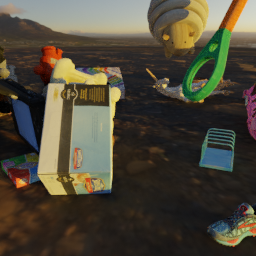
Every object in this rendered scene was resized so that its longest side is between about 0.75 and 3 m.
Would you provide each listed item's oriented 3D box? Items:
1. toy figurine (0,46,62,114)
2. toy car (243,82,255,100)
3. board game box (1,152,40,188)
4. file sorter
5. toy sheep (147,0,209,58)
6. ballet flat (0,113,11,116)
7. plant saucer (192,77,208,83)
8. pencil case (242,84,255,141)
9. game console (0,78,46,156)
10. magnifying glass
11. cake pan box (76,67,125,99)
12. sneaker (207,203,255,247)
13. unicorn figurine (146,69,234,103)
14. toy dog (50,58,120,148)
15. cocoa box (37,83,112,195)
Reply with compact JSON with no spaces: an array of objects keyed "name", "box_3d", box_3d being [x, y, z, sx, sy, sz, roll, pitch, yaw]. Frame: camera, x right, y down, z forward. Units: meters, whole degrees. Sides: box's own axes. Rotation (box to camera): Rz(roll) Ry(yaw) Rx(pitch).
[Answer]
[{"name":"toy figurine","box_3d":[-2.778,-1.153,7.712,2.252,1.591,2.287,-2,-6,-15]},{"name":"toy car","box_3d":[5.159,-1.324,10.126,1.928,1.521,1.584,-22,2,17]},{"name":"board game box","box_3d":[-1.914,0.763,5.296,0.682,0.180,0.892,-15,24,-37]},{"name":"file sorter","box_3d":[1.862,0.411,5.749,0.620,0.548,0.893,8,20,20]},{"name":"toy sheep","box_3d":[1.345,-3.085,7.627,1.803,2.616,1.803,-1,-25,-1]},{"name":"ballet flat","box_3d":[-4.047,-0.793,8.991,2.493,0.862,0.887,-6,1,-30]},{"name":"plant saucer","box_3d":[3.498,-2.443,14.371,1.277,0.220,1.277,-1,20,0]},{"name":"pencil case","box_3d":[3.671,-0.451,7.275,1.260,1.221,2.691,19,25,13]},{"name":"game console","box_3d":[-2.665,-0.351,5.687,1.406,2.125,2.417,-19,27,-31]},{"name":"magnifying glass","box_3d":[1.958,-1.822,6.031,0.303,2.708,1.078,23,5,-21]},{"name":"cake pan box","box_3d":[-1.166,-1.793,11.321,1.899,0.539,2.061,-3,38,-6]},{"name":"sneaker","box_3d":[1.447,1.183,3.669,0.973,0.465,0.386,-9,21,-23]},{"name":"unicorn figurine","box_3d":[2.395,-1.485,10.663,2.983,1.102,2.049,6,4,-30]},{"name":"toy dog","box_3d":[-1.047,-0.285,6.171,1.427,1.983,2.045,27,21,-43]},{"name":"cocoa box","box_3d":[-0.774,0.188,4.561,1.027,1.043,1.564,0,61,-4]}]
